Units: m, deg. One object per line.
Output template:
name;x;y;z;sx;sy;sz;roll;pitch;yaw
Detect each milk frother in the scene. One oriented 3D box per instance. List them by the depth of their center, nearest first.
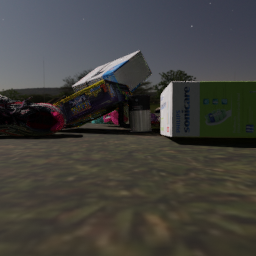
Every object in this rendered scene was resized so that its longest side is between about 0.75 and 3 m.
milk frother;0.363;-0.483;9.266;1.127;1.174;1.248;0;4;33

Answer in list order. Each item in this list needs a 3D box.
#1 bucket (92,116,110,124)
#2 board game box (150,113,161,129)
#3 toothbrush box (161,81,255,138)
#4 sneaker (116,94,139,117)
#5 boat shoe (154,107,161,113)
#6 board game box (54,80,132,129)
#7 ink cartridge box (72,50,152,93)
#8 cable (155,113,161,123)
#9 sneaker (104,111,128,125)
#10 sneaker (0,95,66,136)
bucket;-1.435;-0.654;15.258;1.227;0.798;1.227;0;4;0
board game box;1.836;-0.243;10.035;2.327;0.376;1.397;0;-15;-1
toothbrush box;2.338;-0.392;6.822;2.905;1.250;2.115;1;0;0
sneaker;-0.224;-0.818;12.703;1.613;1.058;2.803;-1;21;-1
boat shoe;1.916;-0.500;12.672;1.003;1.020;2.737;-22;10;-7
board game box;-1.361;-0.731;9.785;2.653;0.752;2.193;-23;-3;21
ink cartridge box;-0.762;-2.123;12.503;2.928;1.233;2.117;-8;29;45
cable;2.256;-0.499;8.443;2.926;0.736;1.421;-16;-31;18
sneaker;-0.475;-0.528;13.982;0.763;0.704;1.730;2;7;-38
sneaker;-3.128;-0.345;7.529;2.893;1.166;1.080;-1;6;-18
